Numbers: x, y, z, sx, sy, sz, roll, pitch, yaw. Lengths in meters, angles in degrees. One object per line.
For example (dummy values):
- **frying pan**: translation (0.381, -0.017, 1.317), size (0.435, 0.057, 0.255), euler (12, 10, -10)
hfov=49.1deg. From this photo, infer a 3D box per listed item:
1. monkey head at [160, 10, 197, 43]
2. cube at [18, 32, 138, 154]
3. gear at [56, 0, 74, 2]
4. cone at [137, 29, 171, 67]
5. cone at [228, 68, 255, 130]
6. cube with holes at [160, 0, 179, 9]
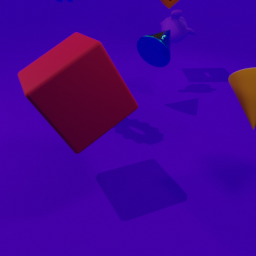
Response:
- **monkey head**: translation (1.421, -3.008, 8.376), size (1.292, 0.779, 0.930), euler (-9, -7, -2)
- **cube**: translation (-0.840, -0.620, 4.611), size (1.268, 1.268, 1.268), euler (-38, 34, -6)
- **gear**: translation (-1.613, -3.032, 5.487), size (1.409, 0.261, 1.409), euler (19, -8, 3)
- **cone**: translation (0.925, -2.377, 7.622), size (1.014, 1.014, 1.018), euler (21, 62, 28)
- **cone**: translation (2.089, -0.399, 4.616), size (0.878, 0.878, 0.882), euler (7, 77, 10)
- **cube with holes**: translation (1.336, -4.772, 8.764), size (1.285, 1.285, 1.285), euler (-36, 25, 17)
